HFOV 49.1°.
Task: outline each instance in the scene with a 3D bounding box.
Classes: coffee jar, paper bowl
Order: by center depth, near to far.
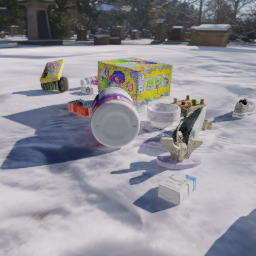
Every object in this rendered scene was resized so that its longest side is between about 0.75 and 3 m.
[{"bbox_3d":[1.481,-0.527,11.774,1.397,0.727,1.397,0,21,0],"label":"paper bowl"},{"bbox_3d":[-4.484,-2.732,17.175,1.824,0.951,0.778,10,26,27],"label":"coffee jar"}]

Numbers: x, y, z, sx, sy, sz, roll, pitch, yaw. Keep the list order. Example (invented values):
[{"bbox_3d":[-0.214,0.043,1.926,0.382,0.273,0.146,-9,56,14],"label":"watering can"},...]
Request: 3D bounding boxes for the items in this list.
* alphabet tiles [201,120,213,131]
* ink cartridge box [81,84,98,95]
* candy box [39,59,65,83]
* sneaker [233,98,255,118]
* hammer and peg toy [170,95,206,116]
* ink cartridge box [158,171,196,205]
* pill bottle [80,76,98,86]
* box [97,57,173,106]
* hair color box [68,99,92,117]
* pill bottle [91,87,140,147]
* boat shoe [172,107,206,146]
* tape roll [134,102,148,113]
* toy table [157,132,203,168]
[{"bbox_3d":[2.991,-0.161,11.792,1.079,0.041,1.297,8,22,18],"label":"alphabet tiles"},{"bbox_3d":[-2.158,-2.337,16.912,1.197,0.399,0.693,12,24,29],"label":"ink cartridge box"},{"bbox_3d":[-3.460,-2.631,12.873,0.878,0.227,1.718,-9,39,4],"label":"candy box"},{"bbox_3d":[5.479,-1.035,12.998,0.720,0.790,1.927,15,26,33],"label":"sneaker"},{"bbox_3d":[2.670,-1.093,13.365,1.799,0.634,1.323,-15,26,-34],"label":"hammer and peg toy"},{"bbox_3d":[1.248,1.489,7.078,0.626,0.361,0.858,16,26,35],"label":"ink cartridge box"},{"bbox_3d":[-2.432,-2.960,18.110,1.262,0.709,0.709,-19,28,-39],"label":"pill bottle"},{"bbox_3d":[0.330,-2.457,14.132,2.747,1.676,2.646,22,30,38],"label":"box"},{"bbox_3d":[-2.130,-0.983,13.330,1.459,0.467,0.809,18,28,42],"label":"hair color box"},{"bbox_3d":[-0.548,-0.599,10.651,1.670,1.670,2.997,-2,21,-5],"label":"pill bottle"},{"bbox_3d":[2.341,-0.178,10.471,0.820,1.027,2.717,13,24,19],"label":"boat shoe"},{"bbox_3d":[-0.146,-1.266,14.053,2.418,0.442,2.418,1,21,-1],"label":"tape roll"},{"bbox_3d":[1.588,0.693,8.556,1.353,0.793,1.244,-3,21,-9],"label":"toy table"}]
